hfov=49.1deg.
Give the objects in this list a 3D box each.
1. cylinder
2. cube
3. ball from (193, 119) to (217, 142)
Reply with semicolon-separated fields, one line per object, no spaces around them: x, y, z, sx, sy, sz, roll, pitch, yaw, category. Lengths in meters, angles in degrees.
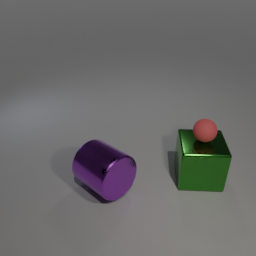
-0.700;1.217;8.346;1.400;1.400;1.400;24;39;39;cylinder
2.265;0.989;8.786;1.400;1.400;1.400;2;32;3;cube
2.271;0.073;8.254;0.700;0.700;0.700;0;32;0;ball
